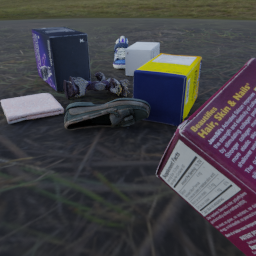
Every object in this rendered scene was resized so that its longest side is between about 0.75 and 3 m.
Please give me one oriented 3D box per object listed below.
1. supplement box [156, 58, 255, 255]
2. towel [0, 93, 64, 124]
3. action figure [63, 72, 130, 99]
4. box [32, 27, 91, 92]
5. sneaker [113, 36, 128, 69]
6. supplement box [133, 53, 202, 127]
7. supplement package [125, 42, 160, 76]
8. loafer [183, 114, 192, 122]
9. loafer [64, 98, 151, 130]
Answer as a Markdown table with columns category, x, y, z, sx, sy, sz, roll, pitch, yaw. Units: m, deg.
| category | x | y | z | sx | sy | sz | roll | pitch | yaw |
| --- | --- | --- | --- | --- | --- | --- | --- | --- | --- |
| supplement box | 1.904 | 0.661 | 3.375 | 2.592 | 1.338 | 1.697 | 41 | 62 | 17 |
| towel | -3.069 | -0.672 | 8.913 | 1.673 | 0.282 | 1.752 | -14 | 29 | -25 |
| action figure | -0.995 | -1.545 | 10.121 | 2.479 | 0.860 | 1.613 | -11 | 19 | -30 |
| box | -2.774 | -2.941 | 11.537 | 1.475 | 2.092 | 2.828 | -15 | 28 | -26 |
| sneaker | -0.362 | -3.920 | 14.324 | 0.797 | 1.449 | 1.978 | 0 | 26 | -1 |
| supplement box | 1.315 | -1.325 | 8.863 | 1.480 | 1.489 | 2.719 | 11 | 29 | 20 |
| supplement package | 0.721 | -3.277 | 13.233 | 1.223 | 1.227 | 2.092 | 7 | 27 | 15 |
| loafer | 2.258 | -0.198 | 7.632 | 1.423 | 0.520 | 0.508 | 9 | 27 | 19 |
| loafer | -0.573 | -0.257 | 7.664 | 2.381 | 0.855 | 0.749 | -3 | 47 | 8 |
